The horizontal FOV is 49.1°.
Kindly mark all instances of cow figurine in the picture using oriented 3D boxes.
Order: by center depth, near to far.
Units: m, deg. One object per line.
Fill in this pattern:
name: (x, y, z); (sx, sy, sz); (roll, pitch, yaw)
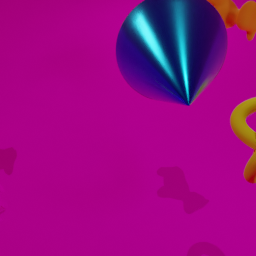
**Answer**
cow figurine: (1.743, -1.903, 4.811); (1.085, 0.605, 1.102); (18, 11, -6)

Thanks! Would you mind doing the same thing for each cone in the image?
cone: (0.364, -0.401, 2.039); (0.963, 0.963, 0.967); (1, 33, 1)

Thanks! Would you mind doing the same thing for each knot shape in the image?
knot shape: (1.941, 0.014, 3.601); (0.637, 1.289, 1.378); (20, 66, -14)

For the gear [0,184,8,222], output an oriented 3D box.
gear: (-1.707, 0.579, 2.868); (0.199, 1.077, 1.077); (-36, 54, -1)
